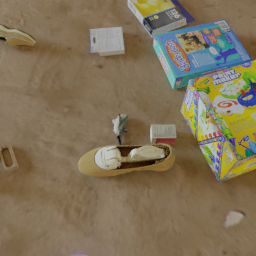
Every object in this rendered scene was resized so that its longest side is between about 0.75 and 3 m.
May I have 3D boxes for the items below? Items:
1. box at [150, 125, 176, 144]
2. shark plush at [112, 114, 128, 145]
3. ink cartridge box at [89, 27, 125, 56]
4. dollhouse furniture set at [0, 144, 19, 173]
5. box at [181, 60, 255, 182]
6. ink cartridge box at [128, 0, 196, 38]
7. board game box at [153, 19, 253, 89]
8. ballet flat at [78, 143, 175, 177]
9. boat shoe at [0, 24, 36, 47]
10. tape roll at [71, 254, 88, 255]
[{"bbox_3d":[1.076,0.194,8.623,0.753,0.410,0.482,0,61,0],"label":"box"},{"bbox_3d":[-0.186,0.013,8.779,0.438,0.478,1.052,15,52,-27],"label":"shark plush"},{"bbox_3d":[-0.798,-3.277,10.613,1.263,0.274,1.240,-6,61,-1],"label":"ink cartridge box"},{"bbox_3d":[-3.857,0.951,7.941,1.080,0.880,1.027,-24,64,-13],"label":"dollhouse furniture set"},{"bbox_3d":[3.449,-0.308,8.159,2.777,1.694,2.675,-17,63,-8],"label":"box"},{"bbox_3d":[1.374,-4.775,11.331,2.073,0.487,2.049,-26,64,-11],"label":"ink cartridge box"},{"bbox_3d":[2.592,-2.707,10.076,2.848,0.641,2.166,-14,62,-8],"label":"board game box"},{"bbox_3d":[-0.055,0.793,8.016,2.846,0.897,0.977,-5,63,-3],"label":"ballet flat"},{"bbox_3d":[-4.321,-3.315,10.505,1.829,0.655,0.697,19,77,19],"label":"boat shoe"},{"bbox_3d":[-1.178,3.816,6.594,1.510,0.496,1.510,0,61,1],"label":"tape roll"}]
